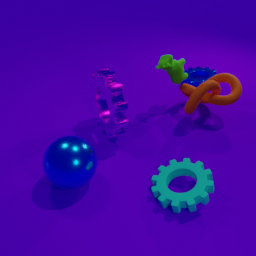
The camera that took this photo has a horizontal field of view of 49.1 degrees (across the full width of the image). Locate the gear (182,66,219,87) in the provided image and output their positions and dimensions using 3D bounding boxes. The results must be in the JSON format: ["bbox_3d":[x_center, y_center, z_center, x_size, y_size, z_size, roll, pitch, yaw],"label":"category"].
[{"bbox_3d":[2.720,-1.929,10.664,1.403,0.259,1.403,-4,36,3],"label":"gear"}]

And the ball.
[{"bbox_3d":[-1.326,0.787,6.463,1.240,1.240,1.240,0,38,0],"label":"ball"}]

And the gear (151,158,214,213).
[{"bbox_3d":[1.227,1.269,6.367,1.366,0.253,1.366,-12,36,9],"label":"gear"}]

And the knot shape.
[{"bbox_3d":[2.543,-1.100,8.600,1.797,0.887,1.920,-14,12,13],"label":"knot shape"}]

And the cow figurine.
[{"bbox_3d":[1.360,-1.779,8.637,0.588,1.071,1.054,5,34,44],"label":"cow figurine"}]

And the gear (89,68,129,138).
[{"bbox_3d":[-0.563,-0.670,7.785,0.350,1.890,1.890,-15,40,-23],"label":"gear"}]
